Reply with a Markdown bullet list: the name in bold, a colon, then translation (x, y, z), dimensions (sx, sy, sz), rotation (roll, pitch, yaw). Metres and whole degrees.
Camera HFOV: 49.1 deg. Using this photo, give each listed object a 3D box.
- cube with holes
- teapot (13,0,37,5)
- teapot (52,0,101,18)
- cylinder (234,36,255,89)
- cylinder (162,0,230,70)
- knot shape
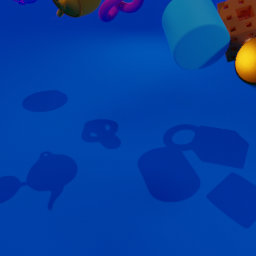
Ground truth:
- **cube with holes**: translation (2.920, -2.516, 7.039), dimensions (1.068, 1.068, 1.068), rotation (-12, 66, 16)
- **teapot**: translation (-2.141, -2.765, 5.544), dimensions (1.246, 0.610, 0.775), rotation (2, 1, -21)
- **teapot**: translation (-1.159, -2.910, 5.957), dimensions (1.880, 1.169, 0.920), rotation (-17, 38, 60)
- **cylinder**: translation (2.811, -1.238, 5.585), dimensions (1.000, 1.000, 1.000), rotation (9, 21, -44)
- **cylinder**: translation (1.454, -2.120, 6.178), dimensions (1.205, 1.205, 1.205), rotation (-5, 56, -7)
- **knot shape**: translation (-0.244, -3.473, 7.481), dimensions (0.733, 1.484, 1.586), rotation (29, 20, -38)
